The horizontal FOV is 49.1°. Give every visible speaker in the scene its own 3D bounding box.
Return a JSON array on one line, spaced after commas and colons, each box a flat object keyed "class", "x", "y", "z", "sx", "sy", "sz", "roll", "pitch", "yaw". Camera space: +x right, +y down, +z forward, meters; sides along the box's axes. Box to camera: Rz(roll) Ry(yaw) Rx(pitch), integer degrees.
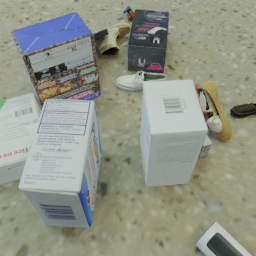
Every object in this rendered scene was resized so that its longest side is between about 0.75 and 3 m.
[{"class": "speaker", "x": 2.775, "y": 3.458, "z": 7.112, "sx": 0.847, "sy": 0.847, "sz": 2.087, "roll": -35, "pitch": 61, "yaw": -23}]

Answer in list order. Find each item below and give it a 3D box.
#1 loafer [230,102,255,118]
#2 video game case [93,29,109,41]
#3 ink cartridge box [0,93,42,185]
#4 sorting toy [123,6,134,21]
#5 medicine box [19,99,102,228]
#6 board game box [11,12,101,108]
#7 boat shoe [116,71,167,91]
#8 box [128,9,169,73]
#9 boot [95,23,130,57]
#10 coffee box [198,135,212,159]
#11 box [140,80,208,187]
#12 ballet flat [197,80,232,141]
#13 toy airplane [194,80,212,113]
[{"class": "loafer", "x": 4.497, "y": -0.750, "z": 10.415, "sx": 1.403, "sy": 0.500, "sz": 0.512, "roll": -9, "pitch": 54, "yaw": -6}, {"class": "video game case", "x": -2.091, "y": -3.659, "z": 11.737, "sx": 1.994, "sy": 0.281, "sz": 2.207, "roll": -6, "pitch": 24, "yaw": 21}, {"class": "ink cartridge box", "x": -3.698, "y": 0.317, "z": 9.231, "sx": 1.905, "sy": 1.147, "sz": 2.621, "roll": -16, "pitch": 54, "yaw": -11}, {"class": "sorting toy", "x": 0.041, "y": -5.798, "z": 14.200, "sx": 0.420, "sy": 0.615, "sz": 1.024, "roll": -33, "pitch": 45, "yaw": 18}, {"class": "medicine box", "x": -1.657, "y": 1.016, "z": 7.861, "sx": 1.422, "sy": 2.516, "sz": 2.762, "roll": 3, "pitch": 54, "yaw": 2}, {"class": "board game box", "x": -2.388, "y": -2.177, "z": 9.965, "sx": 2.316, "sy": 2.905, "sz": 1.407, "roll": -23, "pitch": 57, "yaw": -16}, {"class": "boat shoe", "x": 0.546, "y": -1.968, "z": 11.190, "sx": 2.089, "sy": 0.697, "sz": 0.768, "roll": 0, "pitch": 54, "yaw": 0}, {"class": "box", "x": 0.896, "y": -3.767, "z": 12.094, "sx": 1.578, "sy": 1.369, "sz": 2.581, "roll": 6, "pitch": 54, "yaw": 5}, {"class": "boot", "x": -0.571, "y": -3.956, "z": 12.677, "sx": 1.887, "sy": 0.680, "sz": 1.459, "roll": -21, "pitch": 55, "yaw": -8}, {"class": "coffee box", "x": 2.443, "y": 0.594, "z": 9.225, "sx": 0.328, "sy": 0.821, "sz": 0.464, "roll": -16, "pitch": 55, "yaw": -9}, {"class": "box", "x": 1.158, "y": 0.263, "z": 8.182, "sx": 1.403, "sy": 2.878, "sz": 1.790, "roll": -4, "pitch": 54, "yaw": -3}, {"class": "ballet flat", "x": 2.858, "y": -0.506, "z": 9.555, "sx": 0.692, "sy": 0.754, "sz": 2.197, "roll": -23, "pitch": 95, "yaw": -30}, {"class": "toy airplane", "x": 2.717, "y": -1.109, "z": 10.741, "sx": 2.144, "sy": 0.394, "sz": 2.144, "roll": 3, "pitch": 56, "yaw": -4}]
